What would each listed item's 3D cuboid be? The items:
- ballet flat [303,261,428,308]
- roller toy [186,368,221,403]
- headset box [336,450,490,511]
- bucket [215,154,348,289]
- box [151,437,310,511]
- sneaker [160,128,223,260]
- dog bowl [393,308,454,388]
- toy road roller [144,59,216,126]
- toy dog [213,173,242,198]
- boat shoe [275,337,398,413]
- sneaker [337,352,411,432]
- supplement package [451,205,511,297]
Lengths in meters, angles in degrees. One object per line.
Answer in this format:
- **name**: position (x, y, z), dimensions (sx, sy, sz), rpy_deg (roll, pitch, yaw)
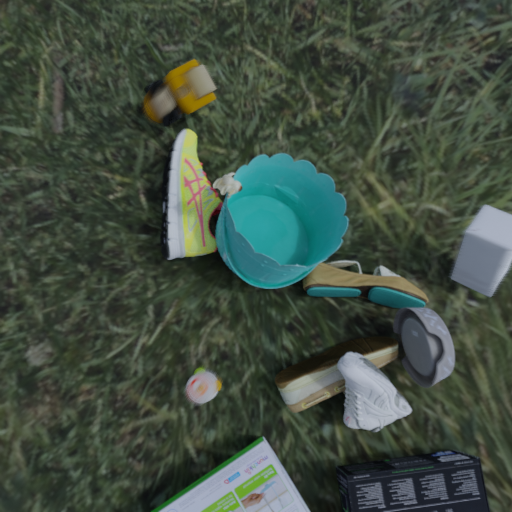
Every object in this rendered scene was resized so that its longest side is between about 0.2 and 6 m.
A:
- **ballet flat**: position (2.103, 0.473, 10.706), dimensions (2.380, 0.817, 0.750), rpy_deg (8, 65, 1)
- **roller toy**: position (-0.856, 2.109, 8.973), dimensions (0.516, 0.361, 0.471), rpy_deg (32, 89, 11)
- **headset box**: position (2.723, 4.819, 9.410), dimensions (2.282, 1.216, 2.620), rpy_deg (-8, 77, -3)
- **bucket**: position (0.365, -0.565, 10.288), dimensions (2.295, 1.493, 2.295), rpy_deg (7, 67, -16)
- **box**: position (-0.311, 4.711, 9.438), dimensions (2.494, 1.206, 2.200), rpy_deg (-33, 79, -7)
- **sneaker**: position (-1.222, -1.201, 11.072), dimensions (1.224, 1.059, 2.710), rpy_deg (4, 76, -16)
- **dog bowl**: position (2.948, 1.561, 9.840), dimensions (0.417, 1.423, 1.423), rpy_deg (-12, 77, -14)
- **toy road roller**: position (-1.612, -3.267, 11.414), dimensions (1.411, 1.030, 0.867), rpy_deg (-32, 106, -11)
- **toy dog**: position (-0.433, -1.168, 9.237), dimensions (0.307, 0.440, 0.427), rpy_deg (32, 101, 32)
- **boat shoe**: position (1.546, 2.172, 10.328), dimensions (2.371, 0.877, 0.787), rpy_deg (-19, 101, -4)
- **sneaker**: position (1.885, 2.502, 9.674), dimensions (1.083, 2.181, 0.850), rpy_deg (-43, 38, -1)
- **supplement package**: position (4.120, -0.073, 9.973), dimensions (0.793, 1.352, 0.790), rpy_deg (29, 59, 27)
